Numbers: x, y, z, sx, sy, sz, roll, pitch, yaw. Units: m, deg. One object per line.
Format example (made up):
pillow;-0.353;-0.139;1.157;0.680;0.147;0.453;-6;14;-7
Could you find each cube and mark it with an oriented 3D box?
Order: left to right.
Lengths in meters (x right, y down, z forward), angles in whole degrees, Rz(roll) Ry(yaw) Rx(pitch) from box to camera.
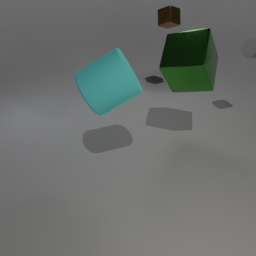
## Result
cube;1.744;-4.698;11.895;0.700;0.700;0.700;-7;8;-42
cube;1.986;-2.106;8.983;1.400;1.400;1.400;2;65;30

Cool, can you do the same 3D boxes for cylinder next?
cylinder;-0.526;-1.276;7.835;1.400;1.400;1.400;-29;31;10
cylinder;4.562;-2.853;9.952;0.700;0.700;0.700;-6;32;-24
